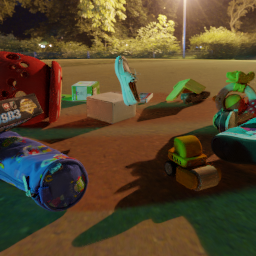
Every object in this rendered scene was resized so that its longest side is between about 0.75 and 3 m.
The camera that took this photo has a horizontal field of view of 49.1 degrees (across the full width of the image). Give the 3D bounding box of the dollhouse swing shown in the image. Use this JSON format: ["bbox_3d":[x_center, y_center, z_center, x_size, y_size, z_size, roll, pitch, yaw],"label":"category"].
[{"bbox_3d":[3.131,-1.841,15.331,1.444,1.397,1.589,26,-3,-13],"label":"dollhouse swing"}]

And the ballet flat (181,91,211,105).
[{"bbox_3d":[3.756,-1.678,15.461,0.933,0.642,2.769,-3,7,39],"label":"ballet flat"}]

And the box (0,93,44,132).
[{"bbox_3d":[-4.220,0.175,7.221,2.940,0.736,2.962,-25,6,28],"label":"box"}]

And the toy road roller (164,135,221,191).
[{"bbox_3d":[1.546,0.785,6.832,0.861,1.023,1.402,-9,20,-26],"label":"toy road roller"}]

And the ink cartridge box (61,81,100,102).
[{"bbox_3d":[-2.999,-2.159,16.258,2.407,0.912,1.779,3,18,5],"label":"ink cartridge box"}]

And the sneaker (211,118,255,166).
[{"bbox_3d":[4.011,0.503,7.566,1.793,1.242,2.970,-25,28,-34],"label":"sneaker"}]

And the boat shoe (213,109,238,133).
[{"bbox_3d":[3.533,-0.214,10.283,0.780,0.924,2.591,6,11,26],"label":"boat shoe"}]

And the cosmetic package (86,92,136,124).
[{"bbox_3d":[-0.725,-0.924,12.294,1.556,0.957,1.551,14,23,38],"label":"cosmetic package"}]

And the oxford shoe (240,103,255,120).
[{"bbox_3d":[5.301,-0.713,11.991,1.989,0.744,0.701,3,18,9],"label":"oxford shoe"}]

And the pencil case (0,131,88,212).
[{"bbox_3d":[-2.216,0.892,6.296,2.925,1.142,1.271,15,20,40],"label":"pencil case"}]

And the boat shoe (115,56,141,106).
[{"bbox_3d":[0.101,-1.779,10.310,0.807,1.894,0.700,-8,5,44],"label":"boat shoe"}]

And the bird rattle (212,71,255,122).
[{"bbox_3d":[4.724,-1.135,11.584,2.077,2.547,1.435,-35,8,19],"label":"bird rattle"}]

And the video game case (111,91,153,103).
[{"bbox_3d":[0.004,-1.834,16.355,2.632,0.230,1.882,4,18,14],"label":"video game case"}]

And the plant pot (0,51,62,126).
[{"bbox_3d":[-3.971,-1.440,11.064,2.606,2.862,2.862,4,16,-14],"label":"plant pot"}]
